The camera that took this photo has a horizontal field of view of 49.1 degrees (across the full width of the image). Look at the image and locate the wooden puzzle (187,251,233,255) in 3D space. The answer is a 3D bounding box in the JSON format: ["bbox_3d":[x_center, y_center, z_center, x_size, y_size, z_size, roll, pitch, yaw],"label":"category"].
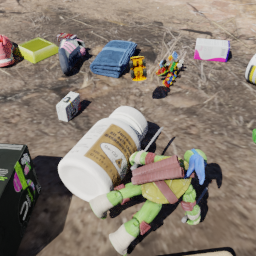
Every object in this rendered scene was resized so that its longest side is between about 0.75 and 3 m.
[{"bbox_3d":[1.254,3.963,5.309,2.599,0.523,2.809,-5,46,-6],"label":"wooden puzzle"}]

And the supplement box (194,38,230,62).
[{"bbox_3d":[4.133,-3.862,13.869,1.594,0.807,0.824,8,42,9],"label":"supplement box"}]

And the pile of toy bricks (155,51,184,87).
[{"bbox_3d":[1.660,-2.607,12.547,0.916,1.029,1.855,-15,36,47],"label":"pile of toy bricks"}]

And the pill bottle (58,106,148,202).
[{"bbox_3d":[-0.551,0.631,8.157,1.614,1.614,2.822,19,45,20],"label":"pill bottle"}]

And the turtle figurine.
[{"bbox_3d":[0.705,1.679,7.162,2.897,2.150,2.988,-34,9,-4],"label":"turtle figurine"}]

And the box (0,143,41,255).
[{"bbox_3d":[-3.330,1.857,6.568,1.586,1.895,2.551,4,42,4],"label":"box"}]

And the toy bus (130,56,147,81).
[{"bbox_3d":[0.367,-2.156,9.827,0.563,0.830,0.797,-5,28,6],"label":"toy bus"}]

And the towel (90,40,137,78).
[{"bbox_3d":[-0.658,-3.473,13.518,1.580,0.687,2.831,11,43,13],"label":"towel"}]

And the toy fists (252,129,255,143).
[{"bbox_3d":[4.551,0.495,9.215,0.698,0.471,1.368,4,40,-6],"label":"toy fists"}]

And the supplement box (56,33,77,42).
[{"bbox_3d":[-3.393,-4.988,15.525,0.996,0.303,0.542,12,43,15],"label":"supplement box"}]

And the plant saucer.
[{"bbox_3d":[-4.688,-4.112,14.431,1.816,0.435,1.818,28,48,28],"label":"plant saucer"}]

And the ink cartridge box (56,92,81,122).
[{"bbox_3d":[-2.200,-0.791,10.475,0.396,0.697,0.957,17,45,18],"label":"ink cartridge box"}]

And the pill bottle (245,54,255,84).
[{"bbox_3d":[6.276,-2.109,11.405,1.426,1.426,2.546,-30,50,-30],"label":"pill bottle"}]

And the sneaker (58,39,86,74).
[{"bbox_3d":[-2.627,-3.537,13.349,1.176,1.006,2.867,-6,43,-2],"label":"sneaker"}]

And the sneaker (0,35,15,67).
[{"bbox_3d":[-6.253,-4.199,13.894,1.086,1.278,2.947,-16,43,-17],"label":"sneaker"}]
